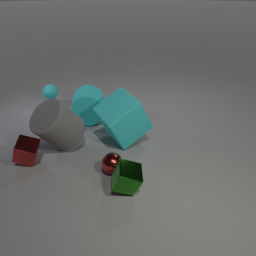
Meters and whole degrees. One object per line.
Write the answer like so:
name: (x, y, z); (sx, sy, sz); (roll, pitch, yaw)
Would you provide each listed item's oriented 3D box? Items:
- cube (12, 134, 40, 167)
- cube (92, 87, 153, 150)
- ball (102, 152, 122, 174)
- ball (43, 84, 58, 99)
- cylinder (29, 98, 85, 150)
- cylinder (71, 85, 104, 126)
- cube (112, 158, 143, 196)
cube: (-3.392, 0.756, 9.353); (0.700, 0.700, 0.700); (15, 42, -13)
cube: (-0.193, -0.367, 10.336); (1.400, 1.400, 1.400); (-38, 44, -7)
ball: (-0.498, 1.136, 8.980); (0.700, 0.700, 0.700); (0, 28, 0)
ball: (-3.742, -1.745, 13.506); (0.700, 0.700, 0.700); (0, 28, 0)
cylinder: (-2.473, -0.112, 9.904); (1.400, 1.400, 1.400); (-15, 56, 24)
cylinder: (-1.731, -0.998, 12.212); (1.400, 1.400, 1.400); (-2, 28, -4)
cube: (-0.032, 1.412, 8.059); (0.700, 0.700, 0.700); (15, 40, -16)
